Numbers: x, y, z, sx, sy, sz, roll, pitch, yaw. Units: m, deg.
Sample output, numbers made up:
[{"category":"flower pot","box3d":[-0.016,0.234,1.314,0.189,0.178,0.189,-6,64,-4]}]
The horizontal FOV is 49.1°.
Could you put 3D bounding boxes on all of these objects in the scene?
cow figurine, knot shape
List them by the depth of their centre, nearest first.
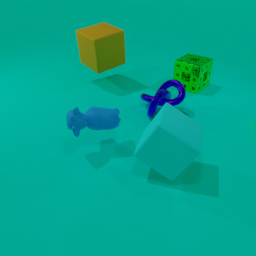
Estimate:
[{"category":"cow figurine","box3d":[-0.879,-0.213,7.256,1.359,0.746,1.337,2,10,7]},{"category":"knot shape","box3d":[1.030,-0.922,9.166,1.566,0.724,1.465,-15,22,39]}]

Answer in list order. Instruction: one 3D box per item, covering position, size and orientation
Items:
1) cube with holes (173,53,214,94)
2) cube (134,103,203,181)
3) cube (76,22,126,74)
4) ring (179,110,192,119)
[{"category":"cube with holes","box3d":[2.521,-2.146,10.920,1.084,1.084,1.084,24,41,32]},{"category":"cube","box3d":[0.977,0.311,6.625,1.112,1.112,1.112,33,35,-4]},{"category":"cube","box3d":[-1.022,-3.108,10.793,1.335,1.335,1.335,-28,45,-27]},{"category":"ring","box3d":[1.490,-0.267,8.887,1.076,0.215,1.076,0,34,0]}]
